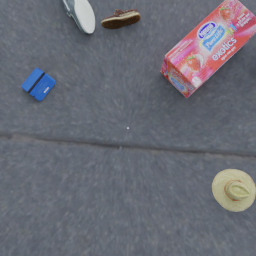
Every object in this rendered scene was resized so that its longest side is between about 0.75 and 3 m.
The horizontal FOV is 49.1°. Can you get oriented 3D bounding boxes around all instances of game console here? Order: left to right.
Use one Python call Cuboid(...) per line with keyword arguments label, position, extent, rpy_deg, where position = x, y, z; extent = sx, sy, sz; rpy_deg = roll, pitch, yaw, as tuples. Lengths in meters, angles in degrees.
Cuboid(label="game console", position=(-2.827, -1.382, 8.852), extent=(0.700, 0.485, 0.820), rpy_deg=(40, 84, -27))

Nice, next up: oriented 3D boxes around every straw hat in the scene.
Cuboid(label="straw hat", position=(3.196, 1.837, 8.193), extent=(1.342, 0.568, 1.342), rpy_deg=(0, 82, 0))

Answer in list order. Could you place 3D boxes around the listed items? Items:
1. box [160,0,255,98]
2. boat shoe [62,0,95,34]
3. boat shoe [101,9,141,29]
Cuboid(label="box", position=(2.379, -2.337, 8.332), extent=(2.685, 1.378, 1.271), rpy_deg=(-43, 84, -4))
Cuboid(label="boat shoe", position=(-1.683, -3.897, 9.011), extent=(0.630, 0.742, 2.039), rpy_deg=(-23, 90, 41))
Cuboid(label="boat shoe", position=(-0.258, -3.553, 8.978), extent=(1.281, 0.462, 0.461), rpy_deg=(-16, 71, -2))
